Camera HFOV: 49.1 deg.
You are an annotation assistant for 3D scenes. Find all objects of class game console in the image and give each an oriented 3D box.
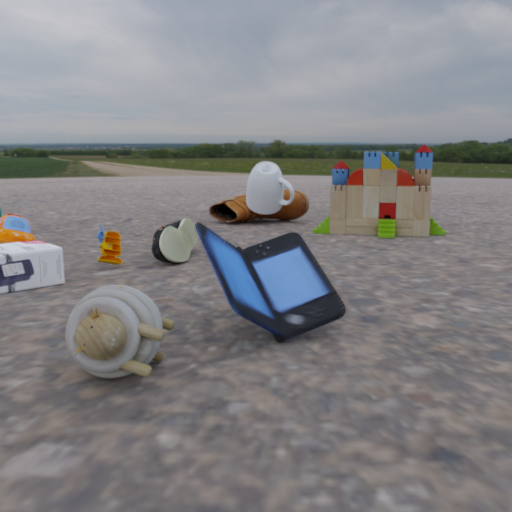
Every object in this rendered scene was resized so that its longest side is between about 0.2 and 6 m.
[{"bbox_3d":[0.148,0.135,6.156,1.217,0.844,1.426,-20,48,-9],"label":"game console"}]

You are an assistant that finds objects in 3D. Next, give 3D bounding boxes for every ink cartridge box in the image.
[{"bbox_3d":[-3.793,0.169,8.468,1.414,0.596,1.024,-9,14,-41],"label":"ink cartridge box"}]

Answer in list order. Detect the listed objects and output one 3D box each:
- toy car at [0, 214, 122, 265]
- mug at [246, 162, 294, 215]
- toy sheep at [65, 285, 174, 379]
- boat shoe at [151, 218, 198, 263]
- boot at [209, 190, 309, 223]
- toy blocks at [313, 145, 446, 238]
[{"bbox_3d":[-3.555,-0.275,9.906,2.301,0.766,1.129,7,-13,-19],"label":"toy car"},{"bbox_3d":[0.414,-1.856,15.368,1.391,1.220,1.027,24,47,20],"label":"mug"},{"bbox_3d":[-1.256,0.688,5.124,0.923,0.923,1.339,0,-3,-1],"label":"toy sheep"},{"bbox_3d":[-1.622,-0.231,10.672,0.613,0.716,1.958,-22,12,11],"label":"boat shoe"},{"bbox_3d":[0.064,-1.413,16.145,2.509,0.962,1.948,10,16,35],"label":"boot"},{"bbox_3d":[3.075,-1.640,13.898,3.208,2.193,1.603,2,11,14],"label":"toy blocks"}]
